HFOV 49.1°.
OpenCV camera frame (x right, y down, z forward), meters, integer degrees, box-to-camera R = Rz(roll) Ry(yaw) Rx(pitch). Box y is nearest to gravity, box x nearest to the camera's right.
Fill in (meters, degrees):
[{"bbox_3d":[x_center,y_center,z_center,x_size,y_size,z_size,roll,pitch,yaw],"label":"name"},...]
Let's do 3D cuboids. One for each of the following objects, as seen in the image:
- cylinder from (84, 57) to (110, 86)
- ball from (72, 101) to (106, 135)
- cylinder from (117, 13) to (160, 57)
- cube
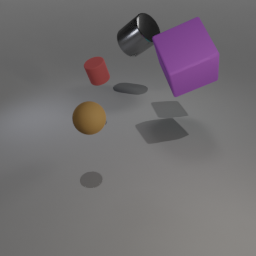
[{"bbox_3d":[-1.030,-1.894,9.334,0.700,0.700,0.700,-10,45,10],"label":"cylinder"},{"bbox_3d":[-0.808,-0.206,5.845,0.700,0.700,0.700,0,29,0],"label":"ball"},{"bbox_3d":[0.461,-4.058,12.323,1.400,1.400,1.400,-30,6,-42],"label":"cylinder"},{"bbox_3d":[1.677,-1.991,8.097,1.400,1.400,1.400,-22,66,8],"label":"cube"}]
